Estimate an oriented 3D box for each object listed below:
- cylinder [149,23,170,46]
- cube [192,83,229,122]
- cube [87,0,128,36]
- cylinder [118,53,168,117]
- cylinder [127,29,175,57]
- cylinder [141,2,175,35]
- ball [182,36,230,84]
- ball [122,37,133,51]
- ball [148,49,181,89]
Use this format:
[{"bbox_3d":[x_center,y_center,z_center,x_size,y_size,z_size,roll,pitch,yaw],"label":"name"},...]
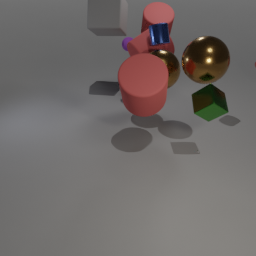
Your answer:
[{"bbox_3d":[1.136,-3.388,10.166,0.700,0.700,0.700,-9,11,2],"label":"cylinder"},{"bbox_3d":[2.347,-0.716,8.054,0.700,0.700,0.700,23,53,-34],"label":"cube"},{"bbox_3d":[-0.832,-4.740,11.814,1.400,1.400,1.400,4,7,10],"label":"cube"},{"bbox_3d":[0.462,-1.232,8.298,1.400,1.400,1.400,-2,69,4],"label":"cylinder"},{"bbox_3d":[0.905,-3.178,11.255,1.400,1.400,1.400,-36,37,-7],"label":"cylinder"},{"bbox_3d":[1.342,-4.788,12.985,1.400,1.400,1.400,1,66,-2],"label":"cylinder"},{"bbox_3d":[2.312,-2.017,8.361,1.400,1.400,1.400,0,29,0],"label":"ball"},{"bbox_3d":[0.037,-4.239,14.164,0.700,0.700,0.700,0,29,0],"label":"ball"},{"bbox_3d":[1.122,-2.016,9.755,1.400,1.400,1.400,0,29,0],"label":"ball"}]
